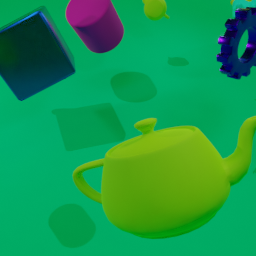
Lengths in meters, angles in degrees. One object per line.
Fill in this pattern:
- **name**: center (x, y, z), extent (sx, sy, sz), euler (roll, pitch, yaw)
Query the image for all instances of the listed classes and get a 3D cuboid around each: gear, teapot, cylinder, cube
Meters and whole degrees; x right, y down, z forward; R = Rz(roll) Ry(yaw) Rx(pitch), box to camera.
- **gear**: center (1.933, -1.404, 4.701), extent (1.135, 1.135, 0.210), euler (-30, 38, -26)
- **teapot**: center (0.817, -3.692, 8.596), extent (1.105, 0.687, 0.541), euler (34, 26, -6)
- **teapot**: center (0.316, 0.328, 2.355), extent (1.759, 0.861, 1.094), euler (-14, 8, 19)
- **cylinder**: center (-0.846, -2.819, 7.458), extent (1.201, 1.201, 1.201), euler (-6, 69, 17)
- **cube**: center (-2.109, -1.680, 6.186), extent (1.385, 1.385, 1.385), euler (-27, 30, 2)

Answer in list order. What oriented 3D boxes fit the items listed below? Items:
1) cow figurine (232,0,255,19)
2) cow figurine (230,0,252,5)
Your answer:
- **cow figurine**: center (2.505, -2.270, 5.176), extent (1.059, 0.581, 1.042), euler (23, 66, 43)
- **cow figurine**: center (2.636, -3.187, 5.855), extent (0.825, 1.504, 1.480), euler (-2, 8, 14)
